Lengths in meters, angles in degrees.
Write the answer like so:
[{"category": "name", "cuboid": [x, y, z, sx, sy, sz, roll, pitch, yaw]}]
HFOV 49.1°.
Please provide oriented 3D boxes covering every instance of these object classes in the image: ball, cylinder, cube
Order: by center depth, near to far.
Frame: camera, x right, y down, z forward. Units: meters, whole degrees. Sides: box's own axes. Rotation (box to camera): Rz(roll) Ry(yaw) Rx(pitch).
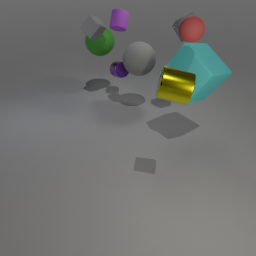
[{"category": "cylinder", "cuboid": [1.022, -0.916, 6.064, 0.700, 0.700, 0.700, 15, 31, 0]}, {"category": "ball", "cuboid": [1.740, -2.686, 7.646, 0.700, 0.700, 0.700, 0, 30, 0]}, {"category": "cube", "cuboid": [2.224, -1.803, 9.256, 1.400, 1.400, 1.400, -16, 65, -45]}, {"category": "cube", "cuboid": [2.099, -3.610, 9.986, 0.700, 0.700, 0.700, -31, 4, 1]}, {"category": "cylinder", "cuboid": [-0.360, -4.386, 11.425, 0.700, 0.700, 0.700, 8, 3, 0]}, {"category": "ball", "cuboid": [0.473, -2.886, 11.732, 1.400, 1.400, 1.400, 0, 30, 0]}, {"category": "cube", "cuboid": [-1.485, -4.320, 12.061, 0.700, 0.700, 0.700, 49, 26, 4]}, {"category": "cylinder", "cuboid": [-0.380, -2.608, 12.476, 0.700, 0.700, 0.700, -13, 19, -21]}, {"category": "ball", "cuboid": [-1.341, -4.149, 13.336, 1.400, 1.400, 1.400, 0, 30, 0]}]
